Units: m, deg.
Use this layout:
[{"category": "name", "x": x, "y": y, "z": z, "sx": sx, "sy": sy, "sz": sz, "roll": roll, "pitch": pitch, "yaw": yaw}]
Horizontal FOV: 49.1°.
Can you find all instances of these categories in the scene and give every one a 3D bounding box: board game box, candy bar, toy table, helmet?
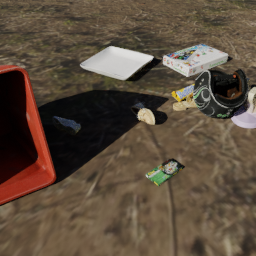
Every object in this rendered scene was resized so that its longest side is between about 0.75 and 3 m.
[{"category": "board game box", "x": 0.904, "y": 1.089, "z": 6.968, "sx": 0.862, "sy": 0.101, "sz": 0.452, "roll": -27, "pitch": 48, "yaw": -30}, {"category": "board game box", "x": 2.853, "y": -2.910, "z": 11.820, "sx": 2.353, "sy": 0.407, "sz": 1.485, "roll": -24, "pitch": 44, "yaw": -27}, {"category": "candy bar", "x": 2.206, "y": -1.306, "z": 9.803, "sx": 1.825, "sy": 0.202, "sz": 0.455, "roll": -24, "pitch": 68, "yaw": -36}, {"category": "toy table", "x": 4.007, "y": -0.902, "z": 8.717, "sx": 1.710, "sy": 1.089, "sz": 1.860, "roll": 19, "pitch": 41, "yaw": 22}, {"category": "helmet", "x": 2.746, "y": -1.092, "z": 8.566, "sx": 1.618, "sy": 1.618, "sz": 1.543, "roll": -5, "pitch": -5, "yaw": -7}]

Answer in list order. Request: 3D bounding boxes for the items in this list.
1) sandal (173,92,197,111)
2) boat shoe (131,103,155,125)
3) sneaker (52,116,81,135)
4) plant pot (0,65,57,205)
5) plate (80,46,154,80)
[{"category": "sandal", "x": 2.128, "y": -0.948, "z": 9.279, "sx": 1.363, "sy": 0.448, "sz": 0.500, "roll": -16, "pitch": 40, "yaw": -20}, {"category": "boat shoe", "x": 0.443, "y": -0.397, "z": 8.641, "sx": 0.401, "sy": 0.427, "sz": 1.159, "roll": -17, "pitch": 32, "yaw": -17}, {"category": "sneaker", "x": -1.833, "y": -0.106, "z": 8.347, "sx": 0.959, "sy": 0.337, "sz": 0.384, "roll": 26, "pitch": 39, "yaw": 19}, {"category": "plant pot", "x": -3.616, "y": 0.036, "z": 6.410, "sx": 2.825, "sy": 2.827, "sz": 2.492, "roll": -20, "pitch": 30, "yaw": -23}, {"category": "plate", "x": -0.420, "y": -2.630, "z": 11.505, "sx": 2.257, "sy": 0.365, "sz": 2.252, "roll": 20, "pitch": 43, "yaw": 24}]
